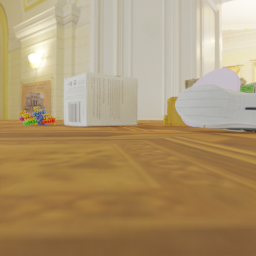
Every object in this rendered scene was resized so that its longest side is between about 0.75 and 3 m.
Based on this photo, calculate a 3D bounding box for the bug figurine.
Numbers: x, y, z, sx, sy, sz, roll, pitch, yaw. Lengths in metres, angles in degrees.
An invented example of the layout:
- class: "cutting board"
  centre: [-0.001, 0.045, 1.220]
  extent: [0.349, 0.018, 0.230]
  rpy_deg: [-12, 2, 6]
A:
- class: "bug figurine"
  centre: [-3.490, -0.399, 10.761]
  extent: [1.231, 0.409, 1.588]
  rpy_deg: [-12, 25, -32]

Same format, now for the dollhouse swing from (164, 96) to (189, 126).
- class: "dollhouse swing"
  centre: [1.827, -0.565, 9.745]
  extent: [1.146, 1.007, 1.041]
  rpy_deg: [-1, 2, 5]

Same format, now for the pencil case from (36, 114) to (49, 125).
- class: "pencil case"
  centre: [-3.362, -0.334, 11.071]
  extent: [0.465, 0.418, 1.070]
  rpy_deg: [29, -2, -8]

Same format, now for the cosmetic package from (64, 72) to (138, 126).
- class: "cosmetic package"
  centre: [-0.931, -0.893, 9.563]
  extent: [2.003, 1.652, 1.651]
  rpy_deg: [-2, 3, -38]

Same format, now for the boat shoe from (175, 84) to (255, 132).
- class: "boat shoe"
  centre: [2.127, -0.269, 5.574]
  extent: [2.533, 0.913, 0.898]
  rpy_deg: [15, -8, 45]

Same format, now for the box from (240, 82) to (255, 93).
- class: "box"
  centre: [4.810, -0.729, 9.638]
  extent: [2.512, 1.376, 2.846]
  rpy_deg: [2, 3, -3]

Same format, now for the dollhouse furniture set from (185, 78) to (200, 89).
- class: "dollhouse furniture set"
  centre: [2.709, -0.968, 10.368]
  extent: [0.926, 1.779, 1.798]
  rpy_deg: [-13, 10, -31]

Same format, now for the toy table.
- class: "toy table"
  centre: [2.702, -0.866, 8.690]
  extent: [2.041, 1.876, 1.195]
  rpy_deg: [-37, -25, 33]
